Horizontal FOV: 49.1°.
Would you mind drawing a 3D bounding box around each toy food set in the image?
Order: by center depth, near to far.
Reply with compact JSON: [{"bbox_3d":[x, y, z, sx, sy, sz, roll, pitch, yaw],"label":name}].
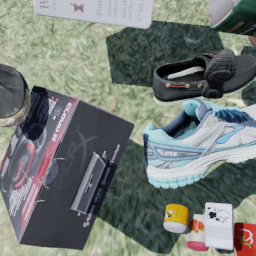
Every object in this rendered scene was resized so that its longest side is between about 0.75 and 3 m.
[{"bbox_3d":[1.858,2.064,4.786,2.519,1.203,1.134,-1,56,22],"label":"toy food set"}]

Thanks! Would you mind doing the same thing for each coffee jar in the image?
[{"bbox_3d":[3.254,-2.443,5.684,2.890,1.507,1.233,7,88,-7],"label":"coffee jar"}]

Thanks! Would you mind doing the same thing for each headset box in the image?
[{"bbox_3d":[-1.251,0.519,4.959,1.095,2.920,2.170,23,89,-33],"label":"headset box"}]

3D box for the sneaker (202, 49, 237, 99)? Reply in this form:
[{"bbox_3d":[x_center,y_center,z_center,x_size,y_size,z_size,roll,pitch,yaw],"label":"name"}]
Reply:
[{"bbox_3d":[1.245,-0.810,3.927,0.389,1.025,0.465,8,69,5],"label":"sneaker"}]

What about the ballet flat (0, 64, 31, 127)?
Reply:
[{"bbox_3d":[-2.412,-0.647,5.034,0.976,0.834,2.937,-36,41,-23],"label":"ballet flat"}]

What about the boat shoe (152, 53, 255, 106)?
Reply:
[{"bbox_3d":[1.514,-1.017,5.313,2.160,0.677,0.790,-14,49,-5],"label":"boat shoe"}]

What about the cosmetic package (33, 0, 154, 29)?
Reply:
[{"bbox_3d":[-0.634,-4.071,6.770,2.829,2.367,2.353,8,40,2],"label":"cosmetic package"}]

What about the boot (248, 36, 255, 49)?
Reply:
[{"bbox_3d":[3.557,-3.233,7.446,2.658,1.288,0.993,38,70,-23],"label":"boot"}]

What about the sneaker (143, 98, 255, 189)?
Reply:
[{"bbox_3d":[1.618,0.008,5.150,2.959,1.277,1.148,-23,23,-16],"label":"sneaker"}]
